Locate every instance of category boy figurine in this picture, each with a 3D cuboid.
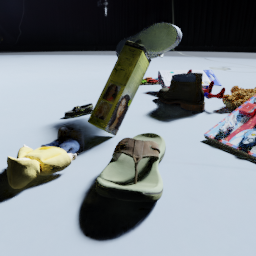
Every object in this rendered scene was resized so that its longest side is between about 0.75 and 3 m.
[{"bbox_3d":[-1.751,0.559,5.723,1.265,0.656,2.035,10,19,21],"label":"boy figurine"}]

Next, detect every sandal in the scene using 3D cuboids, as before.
[{"bbox_3d":[0.136,0.517,5.476,1.186,0.852,2.987,3,19,9],"label":"sandal"}]

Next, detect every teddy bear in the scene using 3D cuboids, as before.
[{"bbox_3d":[4.685,-1.158,10.535,2.528,0.844,1.833,-5,21,-14],"label":"teddy bear"}]

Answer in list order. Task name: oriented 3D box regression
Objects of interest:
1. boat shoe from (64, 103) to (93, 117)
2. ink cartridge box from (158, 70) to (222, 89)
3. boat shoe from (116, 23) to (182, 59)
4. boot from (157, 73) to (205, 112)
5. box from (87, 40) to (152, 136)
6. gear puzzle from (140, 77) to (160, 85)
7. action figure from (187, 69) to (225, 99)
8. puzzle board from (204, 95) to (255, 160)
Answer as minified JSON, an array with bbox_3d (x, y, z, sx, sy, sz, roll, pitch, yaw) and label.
[{"bbox_3d":[-1.698,-0.620,9.677,1.135,0.342,0.405,-15,24,-38],"label":"boat shoe"},{"bbox_3d":[2.928,-2.235,13.524,2.722,0.571,1.624,-4,38,-5],"label":"ink cartridge box"},{"bbox_3d":[0.868,-2.747,9.539,2.645,0.977,1.128,-7,-5,44],"label":"boat shoe"},{"bbox_3d":[2.062,-1.605,10.965,1.067,1.385,2.857,-9,20,-24],"label":"boot"},{"bbox_3d":[-0.184,-1.032,7.490,0.598,2.386,0.898,23,-4,20],"label":"box"},{"bbox_3d":[0.910,-2.749,15.998,2.728,0.357,1.413,-4,19,-11],"label":"gear puzzle"},{"bbox_3d":[2.828,-1.859,11.397,0.902,1.368,2.764,24,-6,-24],"label":"action figure"},{"bbox_3d":[3.683,-0.263,7.019,2.896,0.252,2.182,-34,32,-19],"label":"puzzle board"}]
